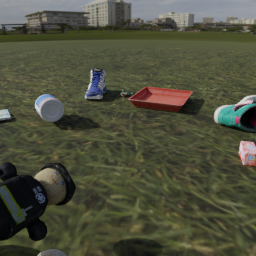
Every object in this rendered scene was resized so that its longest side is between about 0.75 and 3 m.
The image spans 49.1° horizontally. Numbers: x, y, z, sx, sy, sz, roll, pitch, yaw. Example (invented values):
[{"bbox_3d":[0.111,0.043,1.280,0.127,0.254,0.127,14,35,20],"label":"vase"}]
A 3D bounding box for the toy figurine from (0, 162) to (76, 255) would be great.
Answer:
[{"bbox_3d":[-2.091,1.580,4.332,2.395,2.433,1.693,8,14,25],"label":"toy figurine"}]

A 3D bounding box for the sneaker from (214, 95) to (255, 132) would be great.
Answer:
[{"bbox_3d":[4.990,-0.632,11.231,2.669,1.116,1.611,-19,23,-22],"label":"sneaker"}]

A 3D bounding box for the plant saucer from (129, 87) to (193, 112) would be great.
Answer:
[{"bbox_3d":[1.703,-1.441,14.101,2.644,0.486,2.649,9,23,21],"label":"plant saucer"}]

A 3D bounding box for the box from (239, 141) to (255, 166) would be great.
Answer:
[{"bbox_3d":[3.769,0.787,8.752,0.406,0.440,0.858,4,22,10],"label":"box"}]

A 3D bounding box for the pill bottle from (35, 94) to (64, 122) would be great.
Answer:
[{"bbox_3d":[-3.320,-0.884,11.639,0.964,0.964,1.717,-10,20,-24],"label":"pill bottle"}]

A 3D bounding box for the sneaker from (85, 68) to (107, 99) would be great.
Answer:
[{"bbox_3d":[-1.777,-2.494,15.389,1.009,1.442,2.497,1,22,6],"label":"sneaker"}]

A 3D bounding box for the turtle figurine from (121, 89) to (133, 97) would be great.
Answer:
[{"bbox_3d":[-0.142,-1.910,15.362,0.784,0.395,0.587,1,31,-39],"label":"turtle figurine"}]

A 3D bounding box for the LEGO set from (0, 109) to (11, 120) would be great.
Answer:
[{"bbox_3d":[-6.336,-0.610,12.078,2.222,0.545,1.660,-11,21,-25],"label":"LEGO set"}]
